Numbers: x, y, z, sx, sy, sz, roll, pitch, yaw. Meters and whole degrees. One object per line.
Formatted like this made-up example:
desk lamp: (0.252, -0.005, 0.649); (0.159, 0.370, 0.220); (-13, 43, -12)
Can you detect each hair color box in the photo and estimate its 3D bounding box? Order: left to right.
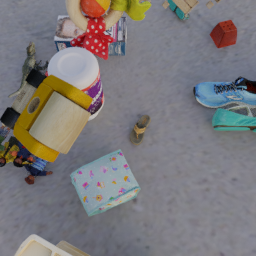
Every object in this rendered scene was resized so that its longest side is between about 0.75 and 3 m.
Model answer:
hair color box: (-1.499, -3.854, 11.687); (2.864, 0.867, 1.432); (1, 64, 0)

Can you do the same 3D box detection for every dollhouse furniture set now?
dollhouse furniture set: (1.955, -3.926, 8.582); (1.191, 1.397, 0.682); (41, 34, -17)

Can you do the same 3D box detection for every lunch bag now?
lunch bag: (-0.744, 1.760, 8.812); (1.787, 1.090, 1.523); (-22, 67, -17)

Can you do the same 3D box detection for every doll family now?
doll family: (-3.630, 0.901, 9.335); (2.420, 0.950, 1.399); (21, 61, 7)

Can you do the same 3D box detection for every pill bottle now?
pill bottle: (-1.612, -1.289, 9.371); (1.523, 2.708, 1.523); (0, 65, 1)

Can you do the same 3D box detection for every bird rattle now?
bird rattle: (-0.897, -3.682, 8.663); (2.874, 2.343, 1.619); (-33, 53, 19)

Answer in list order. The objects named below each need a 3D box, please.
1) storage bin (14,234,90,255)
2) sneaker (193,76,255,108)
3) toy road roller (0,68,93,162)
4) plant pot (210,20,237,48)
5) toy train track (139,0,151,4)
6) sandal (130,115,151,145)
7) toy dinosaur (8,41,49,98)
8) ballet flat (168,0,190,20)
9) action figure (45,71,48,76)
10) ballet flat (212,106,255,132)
storage bin: (-1.269, 3.824, 6.852); (2.770, 2.790, 1.308); (25, 69, 12)
sneaker: (3.807, -1.482, 10.298); (2.781, 1.251, 1.090); (0, 64, 0)
toy road roller: (-1.651, -0.206, 6.895); (2.618, 1.911, 1.609); (29, 87, 45)
plant pot: (4.105, -4.029, 11.831); (0.868, 0.765, 0.868); (-16, 65, -7)
toy train track: (0.642, -5.914, 13.122); (0.874, 0.142, 0.501); (-2, 57, -7)
sandal: (0.448, 0.007, 10.072); (0.519, 0.349, 1.291); (24, 66, 11)
toy dinosaur: (-3.786, -2.270, 11.071); (1.155, 0.622, 2.621); (1, 63, 17)
ballet flat: (2.317, -5.431, 12.735); (0.562, 0.562, 1.514); (-20, 67, -10)
action figure: (-2.916, -2.232, 11.235); (1.041, 0.269, 0.340); (-20, 60, -4)
ballet flat: (4.388, -0.292, 9.826); (2.767, 0.932, 0.974); (6, 84, 4)
